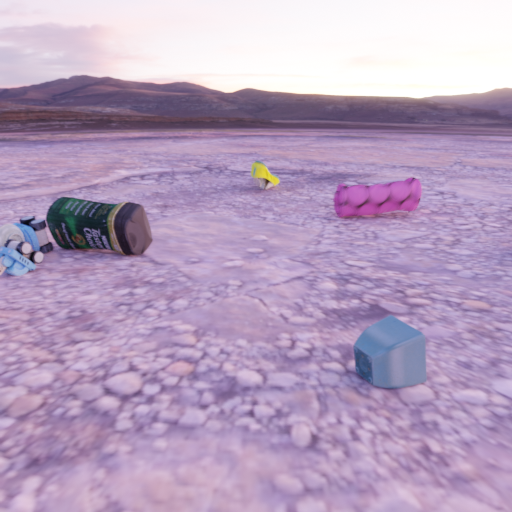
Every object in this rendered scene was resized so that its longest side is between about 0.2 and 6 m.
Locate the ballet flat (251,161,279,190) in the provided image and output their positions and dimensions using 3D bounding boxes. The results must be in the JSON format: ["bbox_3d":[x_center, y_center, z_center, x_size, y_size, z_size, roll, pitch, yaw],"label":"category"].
[{"bbox_3d":[0.248,-2.641,19.179,0.663,0.665,1.985,15,-5,21],"label":"ballet flat"}]

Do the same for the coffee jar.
[{"bbox_3d":[-3.274,-0.624,11.832,2.122,1.107,0.905,5,42,19],"label":"coffee jar"}]

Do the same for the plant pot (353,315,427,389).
[{"bbox_3d":[1.542,1.197,6.665,0.671,0.657,0.659,-16,21,-19],"label":"plant pot"}]

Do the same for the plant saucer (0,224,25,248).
[{"bbox_3d":[-4.807,-0.232,11.049,0.202,0.806,0.806,-2,15,21],"label":"plant saucer"}]

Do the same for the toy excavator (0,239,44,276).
[{"bbox_3d":[-4.603,0.168,10.316,0.528,1.058,1.029,9,-25,32],"label":"toy excavator"}]

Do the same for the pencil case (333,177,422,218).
[{"bbox_3d":[3.254,-1.600,15.300,2.338,1.061,1.095,-4,31,-10],"label":"pencil case"}]

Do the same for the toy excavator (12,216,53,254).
[{"bbox_3d":[-5.225,-0.312,11.782,1.356,0.696,1.394,13,30,41],"label":"toy excavator"}]
